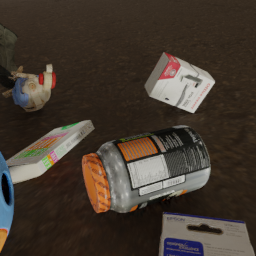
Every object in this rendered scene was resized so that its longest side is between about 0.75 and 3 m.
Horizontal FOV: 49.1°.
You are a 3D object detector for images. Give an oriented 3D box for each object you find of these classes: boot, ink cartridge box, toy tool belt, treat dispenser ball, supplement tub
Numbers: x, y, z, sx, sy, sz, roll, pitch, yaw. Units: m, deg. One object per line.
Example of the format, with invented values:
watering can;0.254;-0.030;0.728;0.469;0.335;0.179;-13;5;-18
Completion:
boot;-3.728;-2.230;8.915;0.866;1.670;2.557;4;-13;18
ink cartridge box;1.048;2.375;3.567;1.395;0.546;2.947;5;32;7
toy tool belt;-2.888;-1.146;8.027;1.217;1.237;1.981;0;-10;-28
treat dispenser ball;-2.935;1.064;3.596;2.744;2.744;2.744;0;32;0
supplement tub;0.315;0.780;5.347;2.183;1.338;1.338;-12;34;-19
ink cartridge box;1.528;-1.308;8.326;1.657;1.217;0.687;17;30;-22

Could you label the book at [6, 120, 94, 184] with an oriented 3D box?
book;-1.743;0.475;6.305;1.270;0.457;1.901;-14;19;33
